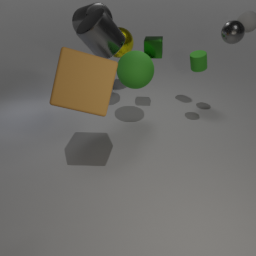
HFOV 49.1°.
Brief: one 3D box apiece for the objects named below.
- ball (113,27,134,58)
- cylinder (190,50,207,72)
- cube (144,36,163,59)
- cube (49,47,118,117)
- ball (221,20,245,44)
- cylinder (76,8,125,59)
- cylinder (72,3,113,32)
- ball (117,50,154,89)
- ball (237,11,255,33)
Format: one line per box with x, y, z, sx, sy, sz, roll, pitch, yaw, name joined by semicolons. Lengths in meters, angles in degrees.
-0.429;-4.056;13.311;1.400;1.400;1.400;0;31;0;ball
3.030;-2.869;12.019;0.700;0.700;0.700;-10;38;8;cylinder
1.005;-3.172;11.007;0.700;0.700;0.700;2;31;8;cube
-1.213;-1.179;7.381;1.400;1.400;1.400;12;5;-16;cube
3.254;-2.967;8.688;0.700;0.700;0.700;0;31;0;ball
-1.053;-3.632;10.937;1.400;1.400;1.400;-25;42;25;cylinder
-1.634;-4.870;12.800;1.400;1.400;1.400;-21;23;-31;cylinder
0.276;-2.157;10.415;1.400;1.400;1.400;0;31;0;ball
4.021;-3.568;9.423;0.700;0.700;0.700;0;31;0;ball
